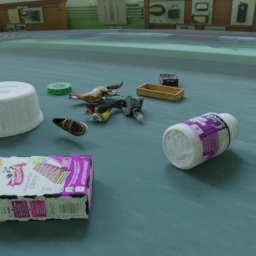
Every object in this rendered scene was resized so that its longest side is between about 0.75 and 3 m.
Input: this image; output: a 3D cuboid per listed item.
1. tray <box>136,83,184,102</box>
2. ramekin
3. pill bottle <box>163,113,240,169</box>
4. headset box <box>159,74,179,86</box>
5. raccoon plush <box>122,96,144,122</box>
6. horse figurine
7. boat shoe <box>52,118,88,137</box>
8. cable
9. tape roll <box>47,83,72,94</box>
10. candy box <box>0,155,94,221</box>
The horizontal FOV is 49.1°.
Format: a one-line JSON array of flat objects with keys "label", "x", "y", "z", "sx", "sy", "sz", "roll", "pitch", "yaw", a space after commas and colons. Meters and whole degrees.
[{"label": "tray", "x": 1.684, "y": -1.888, "z": 14.690, "sx": 2.240, "sy": 0.415, "sz": 1.105, "roll": 13, "pitch": 28, "yaw": 28}, {"label": "ramekin", "x": -5.001, "y": -0.859, "z": 11.231, "sx": 2.930, "sy": 1.428, "sz": 2.930, "roll": 0, "pitch": 25, "yaw": 0}, {"label": "pill bottle", "x": 2.393, "y": 0.287, "z": 8.829, "sx": 2.455, "sy": 1.378, "sz": 1.378, "roll": -18, "pitch": 30, "yaw": -35}, {"label": "headset box", "x": 2.430, "y": -2.828, "z": 16.613, "sx": 0.954, "sy": 0.481, "sz": 1.283, "roll": -1, "pitch": 25, "yaw": -2}, {"label": "raccoon plush", "x": 0.467, "y": -0.772, "z": 12.281, "sx": 1.107, "sy": 0.799, "sz": 1.652, "roll": -2, "pitch": 49, "yaw": -36}, {"label": "horse figurine", "x": -1.386, "y": -1.634, "z": 13.786, "sx": 1.732, "sy": 0.652, "sz": 2.614, "roll": 18, "pitch": 37, "yaw": 38}, {"label": "boat shoe", "x": -2.116, "y": -0.088, "z": 10.013, "sx": 1.529, "sy": 0.552, "sz": 0.550, "roll": 22, "pitch": -1, "yaw": 34}, {"label": "cable", "x": -0.936, "y": -0.856, "z": 12.430, "sx": 1.276, "sy": 0.661, "sz": 2.628, "roll": 24, "pitch": 24, "yaw": 26}, {"label": "tape roll", "x": -3.780, "y": -2.190, "z": 15.443, "sx": 1.310, "sy": 0.315, "sz": 1.310, "roll": 1, "pitch": 25, "yaw": 0}, {"label": "candy box", "x": -2.189, "y": 1.434, "z": 7.023, "sx": 2.551, "sy": 0.778, "sz": 1.740, "roll": -2, "pitch": 26, "yaw": -3}]
